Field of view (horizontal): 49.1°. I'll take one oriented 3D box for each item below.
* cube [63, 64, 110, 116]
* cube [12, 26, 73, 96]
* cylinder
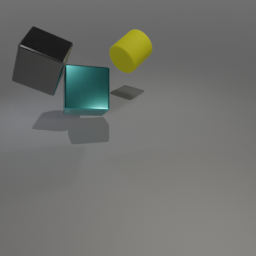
[{"bbox_3d":[-1.416,-1.195,9.336,1.400,1.400,1.400,1,-5,-14],"label":"cube"},{"bbox_3d":[-2.783,-2.185,9.190,1.400,1.400,1.400,20,41,-14],"label":"cube"},{"bbox_3d":[0.130,-3.402,12.457,1.400,1.400,1.400,23,58,35],"label":"cylinder"}]
